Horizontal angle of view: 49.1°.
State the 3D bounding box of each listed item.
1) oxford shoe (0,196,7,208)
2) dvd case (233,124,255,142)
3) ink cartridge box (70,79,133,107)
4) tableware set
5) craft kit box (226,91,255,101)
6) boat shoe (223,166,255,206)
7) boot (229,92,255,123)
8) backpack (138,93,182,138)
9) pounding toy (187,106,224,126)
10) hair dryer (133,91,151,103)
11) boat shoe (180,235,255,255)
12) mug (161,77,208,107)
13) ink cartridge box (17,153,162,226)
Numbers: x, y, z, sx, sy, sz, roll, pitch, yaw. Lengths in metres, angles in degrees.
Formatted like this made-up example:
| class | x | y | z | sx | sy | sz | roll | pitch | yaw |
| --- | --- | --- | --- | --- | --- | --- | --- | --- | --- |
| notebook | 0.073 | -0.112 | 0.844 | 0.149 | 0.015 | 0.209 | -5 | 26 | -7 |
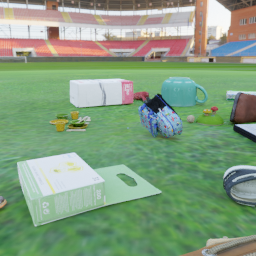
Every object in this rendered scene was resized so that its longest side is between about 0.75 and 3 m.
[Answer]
| class | x | y | z | sx | sy | sz | roll | pitch | yaw |
| --- | --- | --- | --- | --- | --- | --- | --- | --- | --- |
| oxford shoe | -2.325 | 1.040 | 4.100 | 1.030 | 0.376 | 0.367 | -1 | 14 | -3 |
| dvd case | 4.482 | 0.158 | 7.877 | 2.392 | 0.210 | 1.707 | -1 | 14 | -6 |
| ink cartridge box | -1.307 | -1.716 | 13.371 | 2.646 | 1.095 | 1.939 | -6 | 15 | -22 |
| tableware set | -1.975 | -0.273 | 9.365 | 1.363 | 0.311 | 2.024 | -1 | 15 | -2 |
| craft kit box | 6.092 | -1.675 | 14.707 | 1.733 | 0.420 | 1.712 | 5 | 18 | 18 |
| boat shoe | 2.395 | 0.904 | 4.172 | 1.840 | 0.696 | 0.555 | -8 | 10 | 19 |
| boot | 5.113 | -0.369 | 9.210 | 2.995 | 1.025 | 2.819 | 20 | 15 | 35 |
| backpack | 0.926 | -0.187 | 7.647 | 0.769 | 1.044 | 1.144 | -35 | 61 | -14 |
| pounding toy | 2.680 | -0.458 | 9.591 | 1.185 | 0.550 | 0.915 | 7 | 16 | 23 |
| hair dryer | 0.785 | -1.588 | 14.231 | 1.630 | 0.443 | 1.242 | 7 | 17 | 28 |
| boat shoe | 0.920 | 1.227 | 2.098 | 2.788 | 1.055 | 1.029 | -5 | 12 | -22 |
| mug | 2.565 | -1.756 | 13.250 | 1.998 | 1.236 | 1.642 | -3 | 15 | -13 |
| ink cartridge box | -0.684 | 0.837 | 4.753 | 2.064 | 0.495 | 1.502 | -9 | 17 | -26 |
